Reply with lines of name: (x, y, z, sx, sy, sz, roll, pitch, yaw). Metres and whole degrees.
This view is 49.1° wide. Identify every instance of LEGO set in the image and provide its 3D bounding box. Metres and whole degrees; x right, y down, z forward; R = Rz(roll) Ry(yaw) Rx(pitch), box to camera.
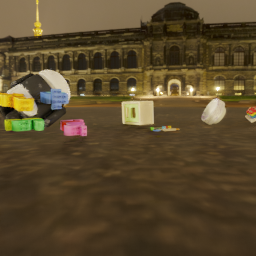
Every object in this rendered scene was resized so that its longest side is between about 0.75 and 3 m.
LEGO set: (-1.865, -0.271, 5.484, 2.522, 0.962, 1.035, -5, 15, -33)

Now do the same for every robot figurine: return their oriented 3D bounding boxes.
robot figurine: (-2.121, -0.654, 6.497, 1.610, 1.210, 1.005, -38, 21, -19)

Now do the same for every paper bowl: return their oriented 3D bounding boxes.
paper bowl: (2.550, -0.447, 8.209, 0.405, 0.778, 0.778, 30, 2, -6)

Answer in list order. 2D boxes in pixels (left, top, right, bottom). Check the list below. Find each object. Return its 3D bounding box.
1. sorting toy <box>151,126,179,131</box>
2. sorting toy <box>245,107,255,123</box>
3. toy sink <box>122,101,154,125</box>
sorting toy: (0.956, -0.002, 7.250, 0.810, 0.110, 0.456, -3, 6, -31)
sorting toy: (3.691, -0.507, 7.855, 0.762, 0.265, 0.757, -29, 5, 16)
toy sink: (0.216, -0.515, 9.266, 0.652, 0.758, 1.163, -7, 9, -39)
